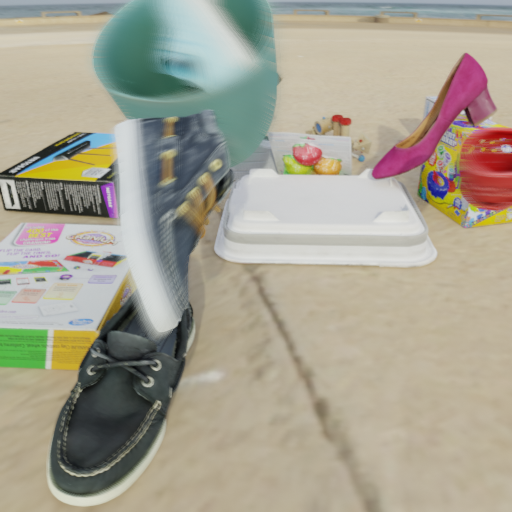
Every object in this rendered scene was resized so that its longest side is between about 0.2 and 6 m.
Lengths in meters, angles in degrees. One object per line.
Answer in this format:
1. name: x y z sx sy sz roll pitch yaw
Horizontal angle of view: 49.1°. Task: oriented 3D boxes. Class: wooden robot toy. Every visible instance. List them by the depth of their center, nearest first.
1. wooden robot toy: 1.804 -2.949 14.271 1.095 1.063 2.412 -24 34 -20

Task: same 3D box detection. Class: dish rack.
1. dish rack: 1.213 -0.888 10.394 3.804 0.828 3.265 0 28 3

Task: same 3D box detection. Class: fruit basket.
1. fruit basket: 1.169 -2.084 11.685 1.670 1.803 0.845 6 65 13

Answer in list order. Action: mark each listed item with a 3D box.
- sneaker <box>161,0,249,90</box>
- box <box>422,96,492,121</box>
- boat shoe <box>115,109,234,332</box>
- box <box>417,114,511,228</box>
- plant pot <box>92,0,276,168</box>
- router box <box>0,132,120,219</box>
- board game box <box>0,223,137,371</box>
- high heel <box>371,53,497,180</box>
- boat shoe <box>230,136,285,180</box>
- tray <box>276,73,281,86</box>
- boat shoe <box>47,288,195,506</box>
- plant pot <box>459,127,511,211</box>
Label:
1. sneaker: -0.875 -2.763 7.226 0.840 0.758 2.050 -28 59 -16
2. box: 4.950 -3.142 14.116 0.706 1.370 2.350 -3 28 -6
3. boat shoe: -0.664 -0.471 5.180 1.040 0.810 2.290 -13 61 -1
4. box: 4.173 -1.714 10.952 1.090 1.721 1.787 -7 27 -14
5. plant pot: -0.785 -2.334 7.871 2.362 1.895 2.362 -6 59 9
6. router box: -3.537 -1.861 12.182 2.463 0.843 3.302 5 28 9
7. board game box: -2.867 0.422 8.021 2.312 0.609 3.022 2 27 4
8. high heel: 3.081 -2.533 10.410 2.615 1.257 0.881 -35 22 7
9. boat shoe: -0.102 -2.320 13.153 2.851 1.028 1.011 0 18 -24
10. tray: -0.498 -4.008 12.106 0.527 1.403 2.845 45 9 20
11. boat shoe: -1.347 1.150 6.123 1.160 1.029 3.103 12 30 10
12. plant pot: 3.075 -1.076 7.237 0.888 0.808 0.888 -6 51 8
